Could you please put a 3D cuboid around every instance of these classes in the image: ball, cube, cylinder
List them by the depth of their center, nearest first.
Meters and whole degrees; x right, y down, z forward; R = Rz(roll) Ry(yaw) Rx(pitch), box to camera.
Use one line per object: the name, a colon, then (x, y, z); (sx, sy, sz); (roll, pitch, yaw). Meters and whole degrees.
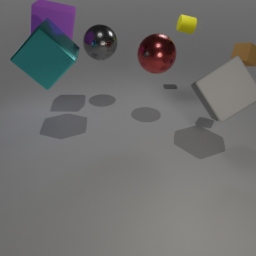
cube: (2.953, -1.159, 8.593); (1.400, 1.400, 1.400); (-33, 1, 9)
cube: (-2.537, -2.339, 8.816); (1.400, 1.400, 1.400); (-41, 26, 18)
ball: (1.031, -2.649, 10.038); (1.400, 1.400, 1.400); (0, 30, 0)
cube: (-2.755, -3.818, 10.386); (1.400, 1.400, 1.400); (8, 30, -11)
cube: (4.429, -2.767, 10.579); (0.700, 0.700, 0.700); (11, 5, -37)
ball: (-1.125, -3.469, 11.387); (1.400, 1.400, 1.400); (0, 30, 0)
cylinder: (2.642, -4.670, 12.635); (0.700, 0.700, 0.700); (9, 29, -9)
